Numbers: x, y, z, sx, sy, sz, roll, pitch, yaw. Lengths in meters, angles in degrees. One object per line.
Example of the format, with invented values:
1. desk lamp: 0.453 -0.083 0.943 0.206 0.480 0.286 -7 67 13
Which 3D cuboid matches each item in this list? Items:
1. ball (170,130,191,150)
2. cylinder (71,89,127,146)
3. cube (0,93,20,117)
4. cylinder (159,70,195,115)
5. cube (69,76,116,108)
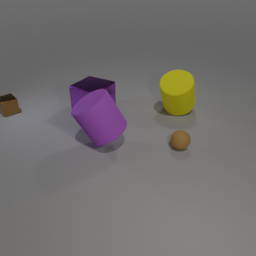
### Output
1. ball: 1.834 0.415 9.778 0.700 0.700 0.700 0 31 0
2. cylinder: -0.959 -0.361 9.468 1.400 1.400 1.400 -25 29 15
3. cube: -5.222 -0.996 12.173 0.700 0.700 0.700 -25 39 -34
4. cylinder: 2.105 -1.480 11.839 1.400 1.400 1.400 -7 55 10
5. cube: -1.463 -1.238 11.902 1.400 1.400 1.400 17 35 26
